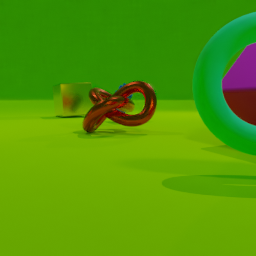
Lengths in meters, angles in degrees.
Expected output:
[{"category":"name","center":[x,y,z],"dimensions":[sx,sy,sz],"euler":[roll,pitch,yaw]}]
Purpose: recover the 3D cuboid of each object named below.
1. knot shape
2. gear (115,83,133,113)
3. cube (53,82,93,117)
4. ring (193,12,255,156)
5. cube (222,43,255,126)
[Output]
[{"category":"knot shape","center":[-0.151,-0.505,6.190],"dimensions":[1.604,0.792,1.714],"euler":[-7,25,15]},{"category":"gear","center":[-0.263,-0.797,8.762],"dimensions":[0.220,1.191,1.191],"euler":[23,-3,-22]},{"category":"cube","center":[-2.202,-1.122,11.163],"dimensions":[1.252,1.252,1.252],"euler":[-7,6,-27]},{"category":"ring","center":[1.351,-0.430,2.708],"dimensions":[1.419,1.419,0.284],"euler":[1,-2,11]},{"category":"cube","center":[2.426,-0.617,4.260],"dimensions":[1.285,1.285,1.285],"euler":[43,-12,-22]}]
